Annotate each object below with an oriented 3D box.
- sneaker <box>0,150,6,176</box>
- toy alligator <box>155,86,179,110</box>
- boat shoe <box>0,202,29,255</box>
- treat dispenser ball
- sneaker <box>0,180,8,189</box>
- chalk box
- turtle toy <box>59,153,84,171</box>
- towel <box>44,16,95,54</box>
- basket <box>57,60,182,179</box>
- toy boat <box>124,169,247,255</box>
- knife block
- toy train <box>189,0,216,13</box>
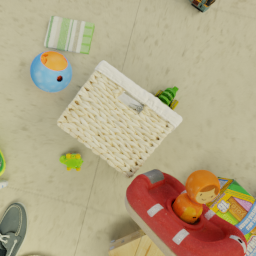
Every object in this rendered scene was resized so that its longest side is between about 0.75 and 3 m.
[{"bbox_3d":[-4.356,0.378,8.220,0.863,0.974,2.331,-30,82,-3],"label":"sneaker"},{"bbox_3d":[0.826,-0.491,8.313,0.706,0.646,2.382,37,72,12],"label":"toy alligator"},{"bbox_3d":[-3.454,3.243,7.821,0.847,0.719,2.326,11,72,6],"label":"boat shoe"},{"bbox_3d":[-2.299,-1.685,8.418,1.225,1.225,1.225,0,82,0],"label":"treat dispenser ball"},{"bbox_3d":[-4.053,1.924,8.323,1.121,0.424,0.589,-13,94,5],"label":"sneaker"},{"bbox_3d":[3.056,2.703,7.632,2.386,1.489,1.479,44,85,5],"label":"chalk box"},{"bbox_3d":[-1.703,0.981,8.425,0.751,0.380,0.547,3,107,0],"label":"turtle toy"},{"bbox_3d":[-1.899,-3.012,9.144,1.477,0.227,1.102,11,84,-1],"label":"towel"},{"bbox_3d":[-0.203,-0.084,7.556,2.442,2.464,1.981,37,85,5],"label":"basket"},{"bbox_3d":[1.256,1.565,5.615,2.533,1.653,1.656,41,119,28],"label":"toy boat"},{"bbox_3d":[0.597,4.208,7.667,2.999,0.960,2.633,-23,83,-4],"label":"knife block"},{"bbox_3d":[2.111,-4.561,8.915,1.868,1.065,0.796,39,54,8],"label":"toy train"}]
